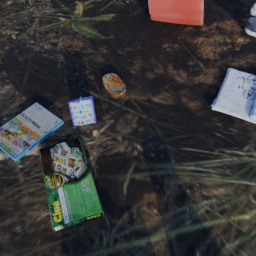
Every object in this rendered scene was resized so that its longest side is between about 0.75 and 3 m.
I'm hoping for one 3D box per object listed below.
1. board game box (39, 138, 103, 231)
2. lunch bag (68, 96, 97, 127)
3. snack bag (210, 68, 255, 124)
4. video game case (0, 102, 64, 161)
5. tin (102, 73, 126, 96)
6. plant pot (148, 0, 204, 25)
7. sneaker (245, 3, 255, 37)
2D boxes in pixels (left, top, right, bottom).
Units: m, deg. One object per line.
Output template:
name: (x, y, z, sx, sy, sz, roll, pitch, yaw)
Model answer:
board game box: (-1.598, 1.408, 7.584, 1.282, 0.287, 2.447, -13, 52, -13)
lunch bag: (-1.425, -0.570, 8.732, 0.748, 0.993, 0.467, -11, 51, -9)
snack bag: (4.453, -1.109, 9.639, 2.658, 0.284, 2.506, 21, 54, 17)
video game case: (-3.159, 0.051, 8.762, 1.345, 0.167, 1.879, 33, 58, 23)
tin: (-0.509, -1.555, 10.058, 0.622, 0.233, 1.111, -19, 53, -20)
plant pot: (2.134, -5.734, 12.190, 2.283, 2.581, 2.581, 0, 50, 14)
sneaker: (6.071, -4.474, 11.563, 2.155, 1.578, 0.868, 23, 54, 18)
